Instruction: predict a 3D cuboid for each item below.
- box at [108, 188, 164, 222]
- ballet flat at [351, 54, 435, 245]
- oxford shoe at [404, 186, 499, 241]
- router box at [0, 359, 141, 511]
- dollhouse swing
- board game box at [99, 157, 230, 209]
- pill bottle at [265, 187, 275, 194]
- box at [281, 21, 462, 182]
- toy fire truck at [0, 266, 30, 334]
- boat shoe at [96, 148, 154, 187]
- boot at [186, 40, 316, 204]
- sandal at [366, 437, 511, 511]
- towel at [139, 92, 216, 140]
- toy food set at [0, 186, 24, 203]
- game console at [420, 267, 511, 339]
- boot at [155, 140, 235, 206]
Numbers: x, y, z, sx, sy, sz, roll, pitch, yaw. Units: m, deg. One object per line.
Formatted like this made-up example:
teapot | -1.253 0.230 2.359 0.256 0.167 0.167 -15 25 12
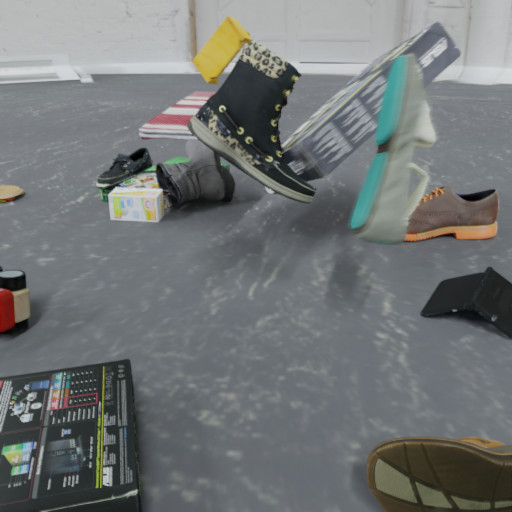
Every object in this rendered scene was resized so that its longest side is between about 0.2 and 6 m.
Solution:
box | -2.815 -1.213 13.247 1.169 0.657 0.592 3 25 4
ballet flat | 1.998 -1.407 7.694 0.830 2.607 0.879 15 -1 -7
oxford shoe | 3.747 -1.013 12.237 3.075 1.121 1.096 -2 25 -5
router box | -2.125 2.092 5.942 1.699 0.704 2.268 -5 24 -12
dollhouse swing | -0.283 -2.300 6.462 0.573 0.652 0.593 11 42 -52
board game box | -2.388 -2.061 15.439 1.884 0.422 3.597 10 26 25
pill bottle | 0.566 -1.907 15.129 0.364 0.364 0.626 20 30 37
box | 1.818 -2.744 10.659 3.379 0.830 2.724 -43 10 -8
toy fire truck | -4.581 0.934 8.231 1.707 1.248 1.939 11 16 21
boat shoe | -3.757 -2.591 16.097 0.886 0.787 2.372 13 28 26
boot | 0.287 -1.943 8.290 2.201 1.662 0.794 33 11 -7
sandal | 2.290 2.157 5.591 2.459 1.005 0.671 -3 8 -4
towel | -0.890 -2.795 11.194 1.926 0.304 2.674 6 32 19
toy food set | -6.618 -1.607 14.604 0.995 0.245 1.006 -5 25 -12
game console | 3.684 0.849 9.361 1.300 0.860 1.478 40 37 11
boot | -1.797 -2.318 14.491 1.771 0.939 2.690 -5 39 -28
